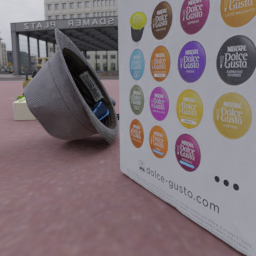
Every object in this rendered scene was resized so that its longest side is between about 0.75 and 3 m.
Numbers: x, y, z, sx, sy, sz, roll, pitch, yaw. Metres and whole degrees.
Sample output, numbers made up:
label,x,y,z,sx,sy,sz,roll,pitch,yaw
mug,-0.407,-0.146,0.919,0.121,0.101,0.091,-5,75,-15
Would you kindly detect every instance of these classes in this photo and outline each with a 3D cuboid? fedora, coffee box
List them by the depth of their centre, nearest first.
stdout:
label,x,y,z,sx,sy,sz,roll,pitch,yaw
coffee box,1.649,-0.504,3.694,2.710,2.680,2.706,-7,13,-29
fedora,-1.287,-0.625,6.115,1.286,2.519,2.848,-26,-10,9

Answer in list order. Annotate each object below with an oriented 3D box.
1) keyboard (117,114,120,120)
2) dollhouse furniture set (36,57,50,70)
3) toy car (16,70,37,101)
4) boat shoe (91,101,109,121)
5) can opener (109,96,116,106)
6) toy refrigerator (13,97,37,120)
label,x,y,z,sx,sy,sz,roll,pitch,yaw
keyboard,-0.987,-0.457,9.231,1.962,0.389,1.021,-4,12,-14
dollhouse furniture set,-3.078,-1.866,12.565,1.411,1.862,2.124,1,-15,11
toy car,-4.563,-1.968,13.486,1.255,1.590,1.306,4,12,18
boat shoe,-0.989,-0.242,6.546,0.525,0.428,1.247,-12,21,38
can opener,-1.645,-0.900,9.326,2.724,0.717,0.905,-2,-34,-45
toy refrigerator,-3.481,-0.748,9.925,0.708,0.653,1.866,-2,12,-9
